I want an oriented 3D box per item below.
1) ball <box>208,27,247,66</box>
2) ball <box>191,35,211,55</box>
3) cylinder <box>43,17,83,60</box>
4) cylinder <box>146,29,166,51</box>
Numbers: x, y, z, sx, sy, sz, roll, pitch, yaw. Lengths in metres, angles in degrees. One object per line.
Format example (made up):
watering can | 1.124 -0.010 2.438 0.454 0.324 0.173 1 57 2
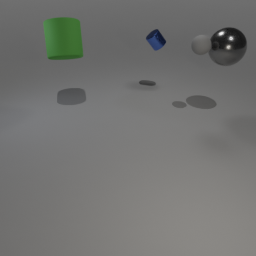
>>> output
ball | 3.715 -3.036 10.506 1.400 1.400 1.400 0 30 0
ball | 2.642 -2.986 10.097 0.700 0.700 0.700 0 30 0
cylinder | -2.516 -3.456 10.983 1.400 1.400 1.400 -4 9 1
cylinder | 1.304 -4.092 13.021 0.700 0.700 0.700 -32 32 22
